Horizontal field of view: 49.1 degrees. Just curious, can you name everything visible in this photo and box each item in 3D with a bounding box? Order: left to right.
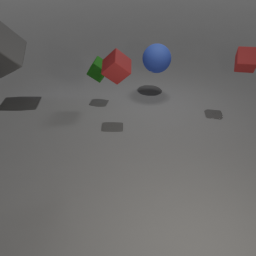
[{"bbox_3d":[-5.184,-3.123,11.299,1.400,1.400,1.400,-17,59,27],"label":"cube"},{"bbox_3d":[-1.285,-2.572,12.284,0.700,0.700,0.700,31,42,-15],"label":"cube"},{"bbox_3d":[-0.371,-1.988,9.087,0.700,0.700,0.700,30,44,-33],"label":"cube"},{"bbox_3d":[1.410,-3.405,13.721,1.400,1.400,1.400,0,30,0],"label":"ball"},{"bbox_3d":[4.330,-2.498,10.271,0.700,0.700,0.700,7,-13,13],"label":"cube"}]
